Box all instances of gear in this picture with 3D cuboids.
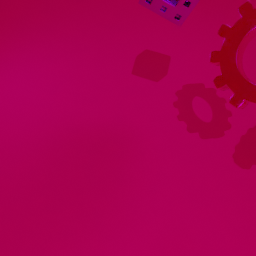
[{"bbox_3d":[2.325,-1.164,4.540,1.910,1.910,0.353,46,27,27],"label":"gear"}]

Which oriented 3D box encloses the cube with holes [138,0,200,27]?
[{"bbox_3d":[0.910,-2.788,5.363,0.953,0.953,0.953,24,54,-12],"label":"cube with holes"}]
